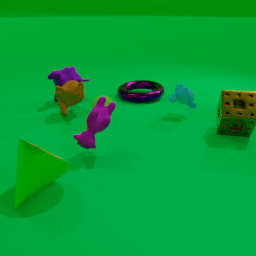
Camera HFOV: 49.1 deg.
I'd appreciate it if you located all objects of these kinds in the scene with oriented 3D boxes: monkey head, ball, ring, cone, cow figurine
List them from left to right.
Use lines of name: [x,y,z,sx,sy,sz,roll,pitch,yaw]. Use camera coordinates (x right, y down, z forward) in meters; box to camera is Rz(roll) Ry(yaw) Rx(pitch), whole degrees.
cone: [-1.866,1.018,5.405,1.203,1.203,1.207,17,73,33]
monkey head: [-2.375,-1.701,10.578,1.790,1.079,1.288,-26,2,23]
monkey head: [-1.913,-0.989,9.470,0.978,1.167,1.622,-9,-11,-21]
cow figurine: [-0.821,-0.072,6.927,0.651,1.167,1.186,30,44,-10]
ball: [-0.833,-0.704,9.335,0.747,0.747,0.747,0,24,0]
ring: [0.528,-1.545,11.594,1.966,0.393,1.966,-2,27,1]
monkey head: [1.802,-1.032,9.508,0.824,0.690,1.145,-40,49,0]

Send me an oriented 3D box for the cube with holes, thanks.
cube with holes: [3.102,-0.405,8.053,0.940,0.940,0.940,5,59,11]
